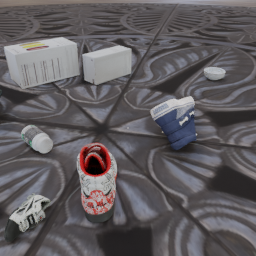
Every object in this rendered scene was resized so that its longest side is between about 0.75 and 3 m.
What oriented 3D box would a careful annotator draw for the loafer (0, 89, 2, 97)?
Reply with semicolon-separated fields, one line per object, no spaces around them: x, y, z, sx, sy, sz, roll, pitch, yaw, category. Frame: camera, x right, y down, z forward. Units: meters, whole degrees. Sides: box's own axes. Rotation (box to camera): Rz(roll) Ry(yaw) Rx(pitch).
-4.806;-1.263;8.893;2.723;0.984;0.991;14;73;53;loafer

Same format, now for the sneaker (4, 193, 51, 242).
-1.823;1.636;5.178;0.482;0.403;1.089;6;32;15;sneaker

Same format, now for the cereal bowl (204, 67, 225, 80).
3.612;-2.252;11.755;0.860;0.358;0.860;0;30;0;cereal bowl

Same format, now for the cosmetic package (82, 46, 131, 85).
-0.831;-2.655;11.686;2.038;1.150;0.827;-23;38;-37;cosmetic package

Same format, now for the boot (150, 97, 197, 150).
1.464;-0.139;7.804;0.958;1.189;2.632;-29;-6;28;boot

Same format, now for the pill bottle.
-2.377;0.296;7.344;0.495;0.495;0.875;-27;39;-37;pill bottle

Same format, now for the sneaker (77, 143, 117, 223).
-0.615;0.705;5.925;0.767;1.232;2.298;-2;31;-3;sneaker

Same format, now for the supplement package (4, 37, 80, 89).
-3.494;-2.746;11.560;2.537;1.390;1.443;-22;37;-31;supplement package
